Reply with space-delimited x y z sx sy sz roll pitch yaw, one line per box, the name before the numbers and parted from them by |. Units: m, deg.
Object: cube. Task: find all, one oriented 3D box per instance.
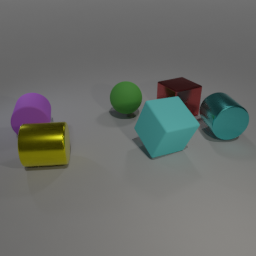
cube | 2.228 -1.311 12.427 1.400 1.400 1.400 -15 32 -25
cube | 1.279 -0.050 9.582 1.400 1.400 1.400 -11 53 -29

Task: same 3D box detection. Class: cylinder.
cylinder | -2.666 0.523 9.080 1.400 1.400 1.400 -3 29 -5
cylinder | -3.737 -0.487 10.930 1.400 1.400 1.400 -6 29 -11
cylinder | 3.628 -0.477 10.690 1.400 1.400 1.400 -4 28 -6

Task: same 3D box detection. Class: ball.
ball | -0.086 -1.313 12.109 1.400 1.400 1.400 0 29 0
